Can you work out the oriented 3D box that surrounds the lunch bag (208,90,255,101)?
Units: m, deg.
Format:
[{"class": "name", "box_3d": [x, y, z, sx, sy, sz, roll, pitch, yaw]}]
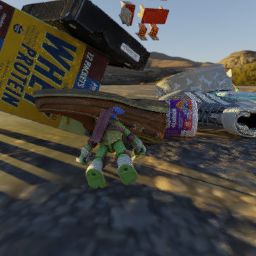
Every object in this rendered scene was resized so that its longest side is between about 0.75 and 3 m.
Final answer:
[{"class": "lunch bag", "box_3d": [3.503, -0.746, 8.909, 1.770, 0.851, 2.208, 1, 10, 5]}]

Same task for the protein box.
[{"class": "protein box", "box_3d": [-2.472, -1.280, 6.460, 2.795, 1.886, 2.775, 20, -2, -34]}]

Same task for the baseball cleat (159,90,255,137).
[{"class": "baseball cleat", "box_3d": [1.924, -0.369, 6.459, 2.821, 0.984, 1.501, 2, 10, 13]}]

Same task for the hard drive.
[{"class": "hard drive", "box_3d": [-1.132, -2.185, 6.633, 2.058, 0.557, 2.945, 26, -4, -43]}]

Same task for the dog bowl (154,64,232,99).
[{"class": "dog bowl", "box_3d": [2.450, -1.410, 10.331, 2.889, 0.847, 2.889, -12, -6, -1]}]

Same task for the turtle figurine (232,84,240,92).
[{"class": "turtle figurine", "box_3d": [5.522, -1.681, 14.397, 0.795, 1.104, 1.071, -40, 29, -16]}]

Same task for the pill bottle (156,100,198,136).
[{"class": "pill bottle", "box_3d": [0.750, -0.221, 6.134, 1.429, 0.796, 0.796, 0, 10, 5]}]

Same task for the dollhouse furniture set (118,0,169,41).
[{"class": "dollhouse furniture set", "box_3d": [0.371, -2.282, 5.695, 1.021, 1.032, 0.532, -8, 47, -24]}]

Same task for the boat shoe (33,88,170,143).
[{"class": "boat shoe", "box_3d": [-0.356, -0.155, 4.861, 2.508, 0.853, 0.902, 5, 2, -24]}]

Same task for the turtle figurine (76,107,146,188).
[{"class": "turtle figurine", "box_3d": [-0.195, 0.410, 3.718, 0.830, 1.154, 1.119, 21, 27, -13]}]
